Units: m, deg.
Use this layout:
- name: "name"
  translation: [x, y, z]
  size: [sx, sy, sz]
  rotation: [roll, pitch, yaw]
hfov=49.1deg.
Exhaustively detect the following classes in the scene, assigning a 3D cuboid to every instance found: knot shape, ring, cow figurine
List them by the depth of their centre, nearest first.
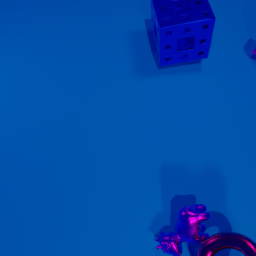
- name: "knot shape"
  translation: [1.831, 2.775, 4.492]
  size: [0.851, 1.723, 1.842]
  rotation: [2, 93, -14]
- name: "cow figurine"
  translation: [1.053, 2.007, 5.510]
  size: [1.047, 0.584, 1.064]
  rotation: [-4, 107, 1]
- name: "ring"
  translation: [1.616, -2.538, 8.047]
  size: [1.564, 0.313, 1.564]
  rotation: [-2, 62, 3]

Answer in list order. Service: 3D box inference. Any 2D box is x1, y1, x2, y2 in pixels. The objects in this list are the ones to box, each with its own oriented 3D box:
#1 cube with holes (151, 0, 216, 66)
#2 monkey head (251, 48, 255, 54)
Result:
- name: "cube with holes"
  translation: [1.326, -2.585, 7.146]
  size: [1.277, 1.277, 1.277]
  rotation: [-9, 60, 2]
- name: "monkey head"
  translation: [3.820, -2.330, 7.347]
  size: [0.744, 1.235, 0.888]
  rotation: [32, 67, 7]
